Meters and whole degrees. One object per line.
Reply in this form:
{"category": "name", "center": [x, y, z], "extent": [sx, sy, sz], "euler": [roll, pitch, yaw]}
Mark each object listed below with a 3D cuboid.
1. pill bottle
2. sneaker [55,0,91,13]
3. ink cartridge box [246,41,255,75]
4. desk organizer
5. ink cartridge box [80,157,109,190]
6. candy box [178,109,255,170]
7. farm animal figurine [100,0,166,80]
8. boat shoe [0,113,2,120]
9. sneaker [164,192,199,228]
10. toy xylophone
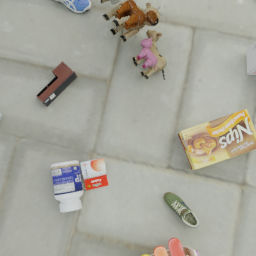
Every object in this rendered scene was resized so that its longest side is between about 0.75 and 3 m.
{"category": "pill bottle", "center": [-1.810, 1.746, 8.433], "extent": [0.852, 0.852, 1.423], "euler": [-9, 82, -1]}
{"category": "sneaker", "center": [-2.011, -4.452, 9.512], "extent": [1.610, 0.620, 0.609], "euler": [24, 80, 3]}
{"category": "ink cartridge box", "center": [4.998, -2.242, 8.711], "extent": [2.059, 1.508, 0.884], "euler": [2, 81, 0]}
{"category": "desk organizer", "center": [-2.379, -1.426, 9.101], "extent": [0.552, 0.514, 1.435], "euler": [43, 83, 8]}
{"category": "ink cartridge box", "center": [-1.039, 1.433, 8.702], "extent": [0.745, 0.230, 0.919], "euler": [-12, 89, -8]}
{"category": "candy box", "center": [2.844, 0.372, 8.760], "extent": [2.196, 0.607, 1.268], "euler": [-18, 82, -3]}
{"category": "farm animal figurine", "center": [0.371, -3.139, 8.648], "extent": [1.410, 2.705, 2.675], "euler": [-35, 60, -5]}
{"category": "boat shoe", "center": [-4.916, -0.674, 8.984], "extent": [1.743, 0.493, 0.598], "euler": [22, 82, 3]}
{"category": "sneaker", "center": [1.649, 2.469, 8.440], "extent": [0.450, 0.603, 1.342], "euler": [-43, 84, -6]}
{"category": "toy xylophone", "center": [0.818, 4.575, 8.038], "extent": [2.982, 0.749, 2.183], "euler": [-24, 82, -3]}
